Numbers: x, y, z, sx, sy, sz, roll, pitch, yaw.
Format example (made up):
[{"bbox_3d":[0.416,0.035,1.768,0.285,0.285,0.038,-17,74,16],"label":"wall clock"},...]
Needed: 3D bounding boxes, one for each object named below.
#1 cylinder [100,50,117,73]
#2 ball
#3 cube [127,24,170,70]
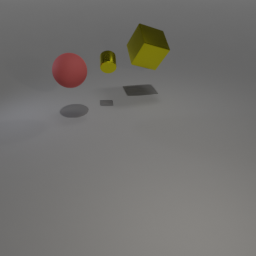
[{"bbox_3d":[-0.859,-2.840,12.051,0.700,0.700,0.700,-2,56,-4],"label":"cylinder"},{"bbox_3d":[-2.360,-2.329,11.366,1.400,1.400,1.400,0,29,0],"label":"ball"},{"bbox_3d":[0.939,-3.864,13.462,1.400,1.400,1.400,7,54,-28],"label":"cube"}]
